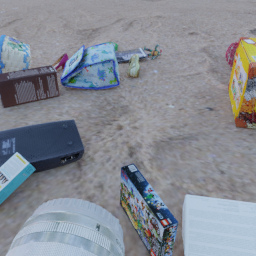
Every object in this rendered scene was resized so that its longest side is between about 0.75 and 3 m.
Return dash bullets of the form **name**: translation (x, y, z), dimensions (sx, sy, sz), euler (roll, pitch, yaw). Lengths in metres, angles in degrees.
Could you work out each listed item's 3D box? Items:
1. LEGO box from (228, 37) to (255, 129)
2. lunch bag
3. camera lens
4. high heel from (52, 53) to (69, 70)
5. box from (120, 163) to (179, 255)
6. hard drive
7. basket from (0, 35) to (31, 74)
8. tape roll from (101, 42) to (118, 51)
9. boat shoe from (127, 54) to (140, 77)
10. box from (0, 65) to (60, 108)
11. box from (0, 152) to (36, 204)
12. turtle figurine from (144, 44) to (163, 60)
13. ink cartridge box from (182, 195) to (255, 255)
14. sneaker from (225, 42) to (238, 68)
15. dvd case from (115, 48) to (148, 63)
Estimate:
- **LEGO box**: translation (4.336, -1.622, 9.643), dimensions (1.115, 2.153, 2.891), euler (7, 35, 9)
- **lunch bag**: translation (-1.604, -2.556, 11.768), dimensions (2.323, 1.480, 1.975), euler (-12, 35, 5)
- **camera lens**: translation (-1.021, 2.422, 4.012), dimensions (1.826, 1.826, 2.282), euler (4, 34, 5)
- **high heel**: translation (-3.381, -2.926, 12.813), dimensions (1.539, 0.738, 0.518), euler (-24, 41, -31)
- **box**: translation (0.340, 1.697, 5.655), dimensions (0.322, 1.167, 1.709), euler (-13, 36, -23)
- **hard drive**: translation (-2.654, 0.557, 7.872), dimensions (2.631, 0.557, 1.775), euler (-11, 36, -16)
- **basket**: translation (-5.538, -3.074, 12.114), dimensions (2.523, 1.755, 2.224), euler (-2, 34, -20)
- **tape roll**: translation (-1.072, -4.490, 15.544), dimensions (1.026, 0.247, 1.026), euler (0, 34, 0)
- **boat shoe**: translation (0.217, -2.911, 12.910), dimensions (0.561, 0.651, 1.785), euler (3, 42, -4)
- **box**: translation (-3.763, -1.591, 10.577), dimensions (2.150, 1.077, 0.806), euler (-16, 37, -23)
- **box**: translation (-2.884, 1.262, 6.511), dimensions (0.570, 0.341, 1.386), euler (31, 68, 33)
- **turtle figurine**: translation (1.325, -3.839, 14.353), dimensions (1.066, 0.798, 0.537), euler (10, -6, 19)
- **ink cartridge box**: translation (1.924, 2.365, 5.391), dimensions (1.722, 0.509, 2.152), euler (6, 41, 8)
- **sneaker**: translation (5.749, -2.972, 12.675), dimensions (1.101, 1.189, 2.950), euler (-11, 40, -42)
- **dvd case**: translation (0.042, -3.714, 14.338), dimensions (1.701, 0.136, 1.265), euler (-11, 35, -5)
